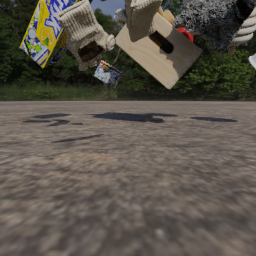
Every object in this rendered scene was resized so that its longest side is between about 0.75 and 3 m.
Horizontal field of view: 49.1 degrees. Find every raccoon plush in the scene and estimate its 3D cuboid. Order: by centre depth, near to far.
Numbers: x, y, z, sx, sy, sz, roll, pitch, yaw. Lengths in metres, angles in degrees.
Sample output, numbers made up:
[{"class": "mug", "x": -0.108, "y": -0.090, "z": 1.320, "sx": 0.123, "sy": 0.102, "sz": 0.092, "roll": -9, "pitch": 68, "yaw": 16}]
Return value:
[{"class": "raccoon plush", "x": 1.996, "y": -2.871, "z": 6.399, "sx": 1.553, "sy": 1.122, "sz": 2.318, "roll": 29, "pitch": -21, "yaw": 5}]

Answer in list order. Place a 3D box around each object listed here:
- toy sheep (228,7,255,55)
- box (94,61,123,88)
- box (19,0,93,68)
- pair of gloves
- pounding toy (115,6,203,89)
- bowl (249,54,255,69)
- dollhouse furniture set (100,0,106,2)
[{"class": "toy sheep", "x": 3.318, "y": -3.325, "z": 8.664, "sx": 1.476, "sy": 2.140, "sz": 1.476, "roll": -8, "pitch": 35, "yaw": 5}, {"class": "box", "x": -0.777, "y": -2.134, "z": 11.130, "sx": 1.000, "sy": 0.685, "sz": 0.199, "roll": 31, "pitch": 29, "yaw": 2}, {"class": "box", "x": -2.020, "y": -3.202, "z": 8.124, "sx": 2.924, "sy": 1.025, "sz": 0.940, "roll": -48, "pitch": 1, "yaw": 37}, {"class": "pair of gloves", "x": -0.149, "y": -1.220, "z": 3.392, "sx": 1.261, "sy": 0.221, "sz": 1.072, "roll": -27, "pitch": -16, "yaw": -8}, {"class": "pounding toy", "x": 0.960, "y": -2.971, "z": 8.700, "sx": 2.833, "sy": 2.014, "sz": 2.608, "roll": 41, "pitch": 21, "yaw": -1}, {"class": "bowl", "x": 4.443, "y": -1.966, "z": 8.424, "sx": 1.442, "sy": 0.648, "sz": 1.442, "roll": 18, "pitch": 39, "yaw": -15}, {"class": "dollhouse furniture set", "x": -1.338, "y": -2.544, "z": 4.467, "sx": 1.956, "sy": 1.550, "sz": 1.388, "roll": -12, "pitch": 25, "yaw": 21}]
